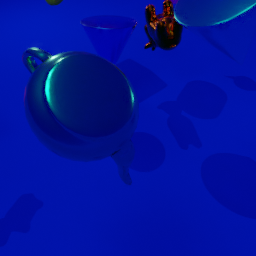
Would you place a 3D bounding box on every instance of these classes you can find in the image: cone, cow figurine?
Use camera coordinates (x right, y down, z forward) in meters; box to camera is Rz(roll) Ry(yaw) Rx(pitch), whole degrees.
[{"bbox_3d":[-0.389,-1.623,5.788,1.115,1.120,1.115,1,33,-1],"label":"cone"},{"bbox_3d":[1.898,-1.736,5.092,1.629,1.635,1.629,-19,46,21],"label":"cone"},{"bbox_3d":[0.789,-2.151,6.423,0.791,1.418,1.441,-17,53,-2],"label":"cow figurine"}]

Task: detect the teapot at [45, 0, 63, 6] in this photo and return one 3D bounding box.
[{"bbox_3d":[-2.023,-3.778,7.639,0.609,0.773,1.244,41,22,-5],"label":"teapot"}]

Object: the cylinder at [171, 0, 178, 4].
[{"bbox_3d":[1.308,-3.752,6.623,1.155,1.155,1.155,7,86,6],"label":"cylinder"}]

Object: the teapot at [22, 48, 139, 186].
[{"bbox_3d":[-0.391,-0.107,2.493,1.563,0.765,0.972,49,58,-2],"label":"teapot"}]
